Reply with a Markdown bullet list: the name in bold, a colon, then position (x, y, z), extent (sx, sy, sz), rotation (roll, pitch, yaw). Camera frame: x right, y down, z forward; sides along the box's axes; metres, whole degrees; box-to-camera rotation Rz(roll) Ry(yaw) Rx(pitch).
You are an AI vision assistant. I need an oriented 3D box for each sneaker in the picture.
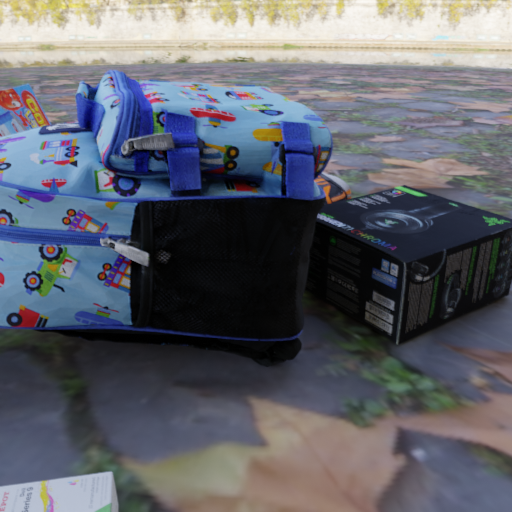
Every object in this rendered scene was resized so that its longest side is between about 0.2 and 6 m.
- **sneaker**: position (0.905, -1.480, 11.997), extent (1.185, 0.820, 2.115), rotation (-25, 37, -32)

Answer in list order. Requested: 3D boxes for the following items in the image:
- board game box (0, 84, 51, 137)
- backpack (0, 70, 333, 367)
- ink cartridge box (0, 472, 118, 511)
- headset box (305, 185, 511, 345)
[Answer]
- **board game box**: position (-4.499, -1.727, 10.492), extent (0.728, 2.604, 2.550), rotation (-19, 20, 16)
- **backpack**: position (-1.705, -0.722, 7.252), extent (4.450, 2.993, 4.062), rotation (2, 24, -12)
- **ink cartridge box**: position (-1.602, 2.156, 4.412), extent (0.949, 0.415, 0.690), rotation (-5, 25, -8)
- **headset box**: position (2.250, -0.052, 8.430), extent (2.640, 1.225, 2.299), rotation (-15, 28, -30)
